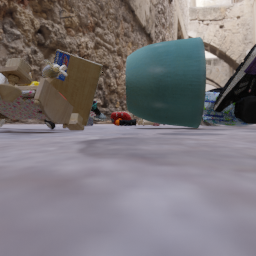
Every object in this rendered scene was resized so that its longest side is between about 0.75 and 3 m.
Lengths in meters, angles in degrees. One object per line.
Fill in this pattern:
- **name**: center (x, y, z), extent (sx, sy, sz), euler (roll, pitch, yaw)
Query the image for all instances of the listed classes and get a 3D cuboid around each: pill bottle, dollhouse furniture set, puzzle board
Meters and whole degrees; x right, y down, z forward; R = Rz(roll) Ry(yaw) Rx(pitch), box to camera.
- **pill bottle**: center (4.160, -0.568, 14.657), extent (0.920, 0.920, 1.628), euler (-1, 2, -31)
- **dollhouse furniture set**: center (-1.977, -0.096, 3.922), extent (1.880, 1.076, 2.204), euler (1, -23, 19)
- **puzzle board**: center (-1.610, -1.139, 8.107), extent (1.413, 1.875, 0.163), euler (21, 21, 8)

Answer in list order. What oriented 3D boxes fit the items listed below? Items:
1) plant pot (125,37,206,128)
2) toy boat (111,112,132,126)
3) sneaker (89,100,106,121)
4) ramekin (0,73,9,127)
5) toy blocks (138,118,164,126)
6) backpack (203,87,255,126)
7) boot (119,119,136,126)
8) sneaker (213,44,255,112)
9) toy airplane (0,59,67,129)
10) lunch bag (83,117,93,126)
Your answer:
- **plant pot**: center (0.868, -1.129, 7.124), extent (1.800, 2.243, 2.243), euler (1, 1, 5)
- **toy boat**: center (-0.400, -0.393, 14.795), extent (1.232, 0.804, 0.805), euler (0, 31, 24)
- **sneaker**: center (-1.284, -0.742, 11.071), extent (1.103, 0.461, 0.666), euler (25, -48, -9)
- **ramekin**: center (-3.476, -0.762, 6.991), extent (0.801, 1.644, 1.644), euler (8, -1, -15)
- **toy blocks**: center (1.358, -0.966, 13.708), extent (1.643, 1.824, 1.952), euler (-3, -2, -8)
- **backpack**: center (4.218, -0.873, 11.394), extent (2.176, 2.050, 2.667), euler (-5, 25, -30)
- **boot**: center (-0.005, -0.250, 13.344), extent (0.791, 0.357, 0.965), euler (-1, 4, 7)
- **sneaker**: center (3.254, -1.101, 7.735), extent (0.995, 2.273, 0.861), euler (33, 47, 7)
- **toy airplane**: center (-1.980, -0.712, 5.607), extent (1.599, 1.133, 1.606), euler (-16, 40, 3)
- **lunch bag**: center (-2.036, -0.382, 12.050), extent (0.879, 0.659, 1.037), euler (-2, 12, -28)
